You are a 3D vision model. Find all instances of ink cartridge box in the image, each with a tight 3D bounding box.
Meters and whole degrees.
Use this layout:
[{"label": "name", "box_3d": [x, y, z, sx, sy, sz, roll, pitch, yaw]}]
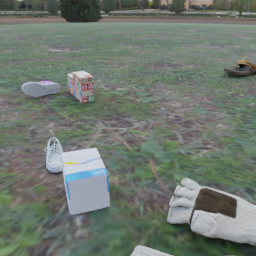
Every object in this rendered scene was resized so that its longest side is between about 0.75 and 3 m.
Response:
[{"label": "ink cartridge box", "box_3d": [-0.886, 1.031, 5.677, 0.786, 0.790, 1.076, -8, 27, -16]}]

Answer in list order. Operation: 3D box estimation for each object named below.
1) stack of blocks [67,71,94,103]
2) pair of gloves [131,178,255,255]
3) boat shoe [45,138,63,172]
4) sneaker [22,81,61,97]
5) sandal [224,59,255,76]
[{"label": "stack of blocks", "box_3d": [-1.961, -1.789, 11.433, 0.512, 1.006, 1.748, -13, 28, -26]}, {"label": "pair of gloves", "box_3d": [1.442, 1.861, 4.284, 2.375, 0.490, 2.793, 15, 30, 28]}, {"label": "boat shoe", "box_3d": [-1.808, 0.577, 6.946, 0.466, 0.538, 1.262, -6, 26, -12]}, {"label": "sneaker", "box_3d": [-3.744, -1.693, 11.767, 1.611, 0.584, 0.919, -4, 22, -39]}, {"label": "sandal", "box_3d": [6.323, -3.256, 14.815, 2.864, 0.782, 1.170, -7, 26, -15]}]
